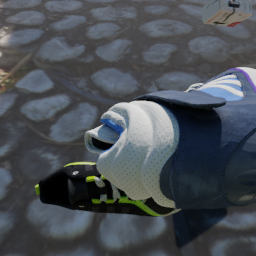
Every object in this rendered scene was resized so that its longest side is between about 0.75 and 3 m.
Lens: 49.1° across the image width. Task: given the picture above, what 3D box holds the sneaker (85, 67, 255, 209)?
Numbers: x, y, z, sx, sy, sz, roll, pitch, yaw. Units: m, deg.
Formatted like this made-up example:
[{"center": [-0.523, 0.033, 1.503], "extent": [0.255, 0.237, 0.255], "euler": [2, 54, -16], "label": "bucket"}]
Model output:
[{"center": [0.406, -0.070, 2.379], "extent": [1.472, 0.810, 2.011], "euler": [1, 20, 4], "label": "sneaker"}]

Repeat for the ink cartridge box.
[{"center": [2.335, -2.767, 6.662], "extent": [0.941, 0.679, 0.394], "euler": [-1, 84, -20], "label": "ink cartridge box"}]

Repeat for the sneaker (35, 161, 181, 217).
[{"center": [-0.288, 0.775, 3.341], "extent": [2.100, 0.753, 0.870], "euler": [-10, -1, 35], "label": "sneaker"}]
